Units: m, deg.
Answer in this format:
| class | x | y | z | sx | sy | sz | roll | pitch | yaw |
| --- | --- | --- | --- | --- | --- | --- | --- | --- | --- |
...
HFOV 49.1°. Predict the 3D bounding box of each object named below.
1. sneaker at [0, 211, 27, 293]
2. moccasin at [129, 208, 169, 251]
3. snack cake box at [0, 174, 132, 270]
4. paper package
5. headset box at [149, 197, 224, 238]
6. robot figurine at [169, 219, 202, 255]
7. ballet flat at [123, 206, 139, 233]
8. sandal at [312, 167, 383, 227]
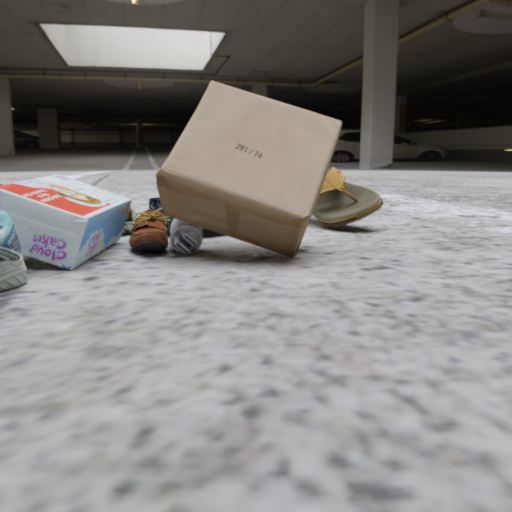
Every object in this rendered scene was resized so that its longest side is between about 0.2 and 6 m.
| class | x | y | z | sx | sy | sz | roll | pitch | yaw |
| --- | --- | --- | --- | --- | --- | --- | --- | --- | --- |
| sneaker | -3.627 | 0.012 | 6.282 | 0.952 | 1.058 | 2.452 | 2 | 11 | 13 |
| moccasin | -1.840 | -0.507 | 9.833 | 0.708 | 0.748 | 1.937 | 2 | 10 | -5 |
| snack cake box | -3.117 | -0.633 | 9.122 | 1.456 | 0.851 | 2.531 | 20 | 12 | -2 |
| paper package | -0.070 | -1.441 | 9.098 | 2.363 | 2.252 | 1.222 | 19 | -30 | 5 |
| headset box | -1.256 | -0.814 | 11.518 | 1.381 | 0.736 | 1.586 | -7 | 13 | -33 |
| robot figurine | -1.182 | -0.385 | 9.458 | 0.812 | 0.541 | 0.957 | -38 | 24 | 13 |
| ballet flat | -2.782 | -0.719 | 11.307 | 0.602 | 0.620 | 1.742 | 14 | 16 | 25 |
| sandal | 1.572 | -1.586 | 12.708 | 1.294 | 0.870 | 3.222 | -34 | 36 | -6 |
